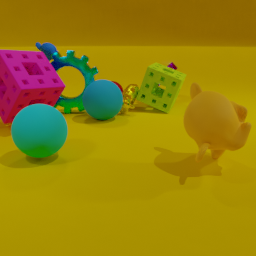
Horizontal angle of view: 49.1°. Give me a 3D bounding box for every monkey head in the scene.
[{"bbox_3d":[-2.852,-2.624,9.879,1.004,0.722,0.605,26,-17,20],"label":"monkey head"},{"bbox_3d":[1.593,0.010,5.469,1.158,1.382,1.921,11,49,-5],"label":"monkey head"}]

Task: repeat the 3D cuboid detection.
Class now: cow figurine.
[{"bbox_3d":[0.011,-1.034,9.532,0.670,1.221,1.202,35,-12,-6],"label":"cow figurine"}]

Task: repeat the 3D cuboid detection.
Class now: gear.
[{"bbox_3d":[-1.924,-1.504,9.214,2.003,2.003,0.371,-1,15,-3],"label":"gear"},{"bbox_3d":[1.211,-1.883,11.257,1.796,0.332,1.796,-43,1,1],"label":"gear"}]

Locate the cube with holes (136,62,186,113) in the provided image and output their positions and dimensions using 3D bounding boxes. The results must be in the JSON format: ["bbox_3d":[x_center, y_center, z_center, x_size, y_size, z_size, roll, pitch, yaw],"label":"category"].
[{"bbox_3d":[1.173,-1.429,9.723,1.197,1.197,1.197,24,25,9],"label":"cube with holes"}]

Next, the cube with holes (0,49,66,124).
[{"bbox_3d":[-2.868,-1.152,7.730,1.357,1.357,1.357,-15,64,-51],"label":"cube with holes"}]

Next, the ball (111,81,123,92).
[{"bbox_3d":[-0.601,-1.341,10.613,0.870,0.870,0.870,0,18,0],"label":"ball"}]

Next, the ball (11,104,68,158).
[{"bbox_3d":[-1.797,0.057,5.737,1.102,1.102,1.102,0,18,0],"label":"ball"}]

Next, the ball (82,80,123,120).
[{"bbox_3d":[-0.771,-0.858,8.572,1.233,1.233,1.233,0,18,0],"label":"ball"}]
